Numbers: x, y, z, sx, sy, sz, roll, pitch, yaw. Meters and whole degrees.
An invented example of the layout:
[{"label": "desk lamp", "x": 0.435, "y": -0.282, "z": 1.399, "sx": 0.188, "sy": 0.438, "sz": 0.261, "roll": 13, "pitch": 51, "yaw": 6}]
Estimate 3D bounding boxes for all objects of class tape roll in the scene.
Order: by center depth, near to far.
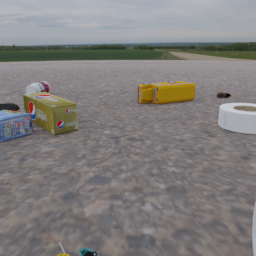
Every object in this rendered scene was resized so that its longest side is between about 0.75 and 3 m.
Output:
[{"label": "tape roll", "x": 4.049, "y": -0.362, "z": 9.539, "sx": 1.877, "sy": 0.656, "sz": 1.877, "roll": 0, "pitch": 17, "yaw": 0}]

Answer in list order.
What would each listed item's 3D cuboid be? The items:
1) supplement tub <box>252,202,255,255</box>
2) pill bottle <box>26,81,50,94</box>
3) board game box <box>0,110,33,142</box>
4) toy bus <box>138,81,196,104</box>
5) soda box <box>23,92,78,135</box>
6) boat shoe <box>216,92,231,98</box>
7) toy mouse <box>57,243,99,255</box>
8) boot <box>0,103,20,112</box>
[{"label": "supplement tub", "x": 2.368, "y": 1.311, "z": 3.191, "sx": 1.594, "sy": 1.159, "sz": 1.159, "roll": 5, "pitch": 18, "yaw": 13}, {"label": "pill bottle", "x": -4.845, "y": -2.095, "z": 15.115, "sx": 0.728, "sy": 0.728, "sz": 1.274, "roll": 6, "pitch": 18, "yaw": 19}, {"label": "board game box", "x": -4.490, "y": 0.003, "z": 8.267, "sx": 2.274, "sy": 0.701, "sz": 2.273, "roll": 8, "pitch": 18, "yaw": 25}, {"label": "toy bus", "x": 1.861, "y": -1.722, "z": 13.625, "sx": 2.768, "sy": 0.901, "sz": 1.084, "roll": -9, "pitch": 20, "yaw": -27}, {"label": "soda box", "x": -2.776, "y": -0.597, "z": 9.830, "sx": 0.884, "sy": 0.935, "sz": 2.762, "roll": -13, "pitch": 21, "yaw": -36}, {"label": "boat shoe", "x": 5.008, "y": -1.720, "z": 14.640, "sx": 0.812, "sy": 0.286, "sz": 0.285, "roll": -7, "pitch": 15, "yaw": -21}, {"label": "toy mouse", "x": -0.575, "y": 1.749, "z": 3.475, "sx": 0.718, "sy": 0.156, "sz": 0.808, "roll": -1, "pitch": 17, "yaw": -1}, {"label": "boot", "x": -5.466, "y": -1.211, "z": 9.943, "sx": 2.966, "sy": 2.052, "sz": 1.149, "roll": -6, "pitch": 18, "yaw": -23}]
